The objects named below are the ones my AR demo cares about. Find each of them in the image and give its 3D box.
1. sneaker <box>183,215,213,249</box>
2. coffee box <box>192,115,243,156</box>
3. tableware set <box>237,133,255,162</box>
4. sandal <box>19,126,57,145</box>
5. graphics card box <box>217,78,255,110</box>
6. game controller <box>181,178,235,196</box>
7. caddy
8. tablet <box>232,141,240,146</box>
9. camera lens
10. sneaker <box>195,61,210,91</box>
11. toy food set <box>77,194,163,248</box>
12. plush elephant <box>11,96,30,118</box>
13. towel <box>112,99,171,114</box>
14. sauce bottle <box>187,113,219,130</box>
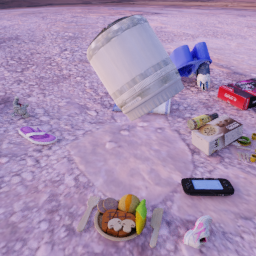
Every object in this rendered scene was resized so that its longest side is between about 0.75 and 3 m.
[{"bbox_3d":[1.822,2.596,6.913,0.457,0.422,1.037,28,49,37],"label":"sneaker"},{"bbox_3d":[3.313,0.238,10.392,1.659,0.662,0.937,-23,37,-18],"label":"coffee box"},{"bbox_3d":[4.572,0.692,10.177,1.146,0.261,1.701,10,33,12],"label":"tableware set"},{"bbox_3d":[-3.585,0.205,10.878,1.825,0.448,0.742,15,34,24],"label":"sandal"},{"bbox_3d":[6.083,-1.754,13.970,2.730,0.694,1.713,-14,33,-24],"label":"graphics card box"},{"bbox_3d":[2.366,1.747,8.401,1.508,0.318,0.787,1,31,0],"label":"game controller"},{"bbox_3d":[3.433,-3.579,15.567,2.046,1.519,2.894,-11,-3,-4],"label":"caddy"},{"bbox_3d":[3.926,0.387,10.949,1.048,0.072,0.682,18,35,26],"label":"tablet"},{"bbox_3d":[0.183,-1.690,7.903,1.979,2.474,1.979,-32,3,2],"label":"camera lens"},{"bbox_3d":[4.078,-2.644,15.424,0.826,1.501,2.050,4,-14,10],"label":"sneaker"},{"bbox_3d":[-0.193,2.284,7.369,2.144,0.430,1.480,7,31,11],"label":"toy food set"},{"bbox_3d":[-4.708,-0.863,12.409,0.753,0.801,0.973,4,57,33],"label":"plush elephant"},{"bbox_3d":[0.738,-1.216,13.445,2.684,0.319,1.971,3,33,9],"label":"towel"},{"bbox_3d":[3.180,-0.332,11.758,1.484,0.480,0.480,-19,35,-25],"label":"sauce bottle"}]
